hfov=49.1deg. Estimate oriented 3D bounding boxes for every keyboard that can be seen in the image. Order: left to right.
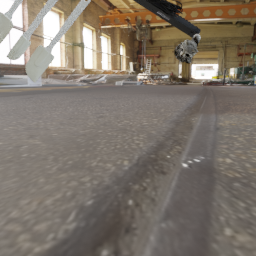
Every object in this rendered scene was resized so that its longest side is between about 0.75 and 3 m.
[{"bbox_3d":[1.365,-4.085,9.574,2.831,0.561,1.473,28,10,-9],"label":"keyboard"}]

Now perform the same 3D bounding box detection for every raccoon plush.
[{"bbox_3d":[1.561,-2.121,6.932,0.529,1.094,0.733,26,-17,-6],"label":"raccoon plush"}]

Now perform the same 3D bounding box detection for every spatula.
[{"bbox_3d":[-2.261,-2.642,6.854,1.792,2.578,0.207,42,16,-5],"label":"spatula"}]
